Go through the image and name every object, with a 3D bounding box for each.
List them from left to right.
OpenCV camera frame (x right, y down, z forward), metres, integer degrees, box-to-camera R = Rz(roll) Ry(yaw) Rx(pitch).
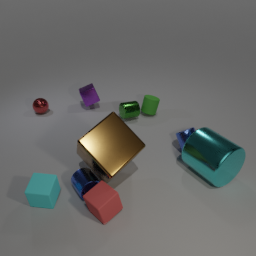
[{"bbox_3d":[-3.881,-0.989,12.444,0.700,0.700,0.700,0,32,0],"label":"ball"},{"bbox_3d":[-2.397,1.776,7.940,0.700,0.700,0.700,5,43,5],"label":"cube"},{"bbox_3d":[-1.231,1.644,8.265,0.700,0.700,0.700,-19,37,-27],"label":"cylinder"},{"bbox_3d":[-1.755,-1.503,12.696,0.700,0.700,0.700,-24,29,-3],"label":"cube"},{"bbox_3d":[-0.667,2.001,7.553,0.700,0.700,0.700,-37,43,-27],"label":"cube"},{"bbox_3d":[-0.562,0.632,8.416,1.400,1.400,1.400,-41,84,-21],"label":"cube"},{"bbox_3d":[0.060,-0.776,11.933,0.700,0.700,0.700,-10,33,-23],"label":"cylinder"},{"bbox_3d":[0.978,-1.025,12.347,0.700,0.700,0.700,13,21,-5],"label":"cylinder"},{"bbox_3d":[2.136,0.404,9.984,0.700,0.700,0.700,-20,-1,0],"label":"cylinder"},{"bbox_3d":[2.664,0.888,8.800,1.400,1.400,1.400,-20,38,-28],"label":"cylinder"}]
